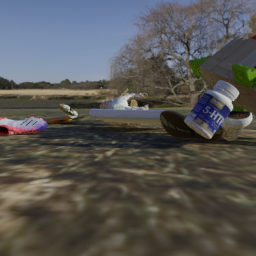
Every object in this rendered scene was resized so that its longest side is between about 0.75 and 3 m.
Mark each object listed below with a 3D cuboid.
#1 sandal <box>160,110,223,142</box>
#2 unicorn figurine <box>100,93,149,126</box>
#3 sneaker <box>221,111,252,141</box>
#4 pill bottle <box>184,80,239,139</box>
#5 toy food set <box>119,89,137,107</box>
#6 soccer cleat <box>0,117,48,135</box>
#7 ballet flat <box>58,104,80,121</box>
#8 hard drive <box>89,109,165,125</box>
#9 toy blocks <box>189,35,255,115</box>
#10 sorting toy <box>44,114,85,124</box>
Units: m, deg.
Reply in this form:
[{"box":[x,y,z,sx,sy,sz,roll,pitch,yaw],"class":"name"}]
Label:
[{"box":[1.140,-0.046,5.082,1.208,0.485,0.326,13,26,32],"class":"sandal"},{"box":[-0.190,-0.649,9.531,1.776,0.955,2.585,-6,7,5],"class":"unicorn figurine"},{"box":[1.814,-0.017,4.714,0.439,0.510,1.204,-6,4,11],"class":"sneaker"},{"box":[1.253,-0.283,4.155,0.475,0.794,0.475,36,2,-1],"class":"pill bottle"},{"box":[-0.117,-0.916,10.789,0.226,0.913,1.436,38,-13,31],"class":"toy food set"},{"box":[-2.318,0.003,5.971,1.151,0.384,0.440,4,40,-13],"class":"soccer cleat"},{"box":[-2.213,-0.662,10.689,0.300,0.951,0.326,-45,10,47],"class":"ballet flat"},{"box":[0.160,-0.285,7.339,1.953,0.261,1.288,3,-4,23],"class":"hard drive"},{"box":[2.929,-1.227,5.447,2.017,1.474,2.950,-38,37,-5],"class":"toy blocks"},{"box":[-2.174,-0.309,9.691,1.047,0.206,1.131,-6,1,18],"class":"sorting toy"}]
